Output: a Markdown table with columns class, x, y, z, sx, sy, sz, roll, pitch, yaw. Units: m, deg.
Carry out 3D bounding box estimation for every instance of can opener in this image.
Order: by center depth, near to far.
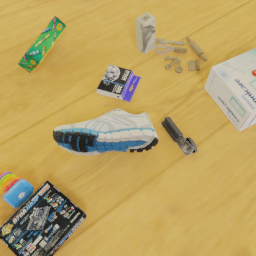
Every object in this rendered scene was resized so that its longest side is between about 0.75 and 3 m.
| class | x | y | z | sx | sy | sz | roll | pitch | yaw |
| --- | --- | --- | --- | --- | --- | --- | --- | --- | --- |
| can opener | 1.546 | 0.235 | 8.383 | 0.455 | 0.363 | 1.362 | -6 | 53 | -42 |

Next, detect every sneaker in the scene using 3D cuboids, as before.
| class | x | y | z | sx | sy | sz | roll | pitch | yaw |
| --- | --- | --- | --- | --- | --- | --- | --- | --- | --- |
| sneaker | -0.657 | 0.020 | 8.144 | 2.943 | 1.103 | 1.275 | 0 | 53 | -10 |

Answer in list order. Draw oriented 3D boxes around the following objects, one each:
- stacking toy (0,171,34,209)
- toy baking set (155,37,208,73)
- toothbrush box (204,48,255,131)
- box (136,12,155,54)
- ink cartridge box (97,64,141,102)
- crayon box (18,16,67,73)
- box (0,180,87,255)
| class | x | y | z | sx | sy | sz | roll | pitch | yaw |
| --- | --- | --- | --- | --- | --- | --- | --- | --- | --- |
| stacking toy | -3.199 | 1.462 | 7.499 | 1.299 | 0.754 | 0.713 | 28 | 63 | 31 |
| toy baking set | 1.857 | -2.767 | 10.131 | 1.561 | 0.237 | 2.034 | -19 | 61 | -11 |
| toothbrush box | 4.096 | -1.386 | 8.767 | 2.651 | 1.131 | 1.941 | -24 | 63 | -10 |
| box | 0.603 | -3.198 | 9.529 | 0.542 | 1.320 | 0.451 | -40 | 65 | -15 |
| ink cartridge box | -0.288 | -1.514 | 9.393 | 1.190 | 0.258 | 1.179 | 17 | 60 | 9 |
| crayon box | -2.931 | -2.849 | 9.601 | 0.530 | 1.081 | 1.820 | 38 | 63 | -24 |
| box | -2.136 | 2.407 | 6.997 | 1.401 | 0.405 | 1.763 | 35 | 65 | 18 |
